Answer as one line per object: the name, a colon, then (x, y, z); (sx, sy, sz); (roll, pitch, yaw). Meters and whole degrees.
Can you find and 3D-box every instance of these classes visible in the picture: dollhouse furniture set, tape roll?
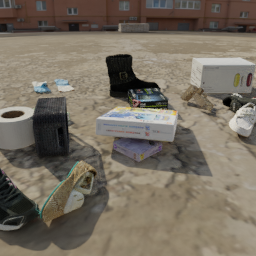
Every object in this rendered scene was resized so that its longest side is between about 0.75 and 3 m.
dollhouse furniture set: (3.558, -1.186, 13.812); (1.562, 0.894, 1.831); (4, 43, -48)
tape roll: (-4.100, -0.028, 10.174); (1.546, 1.061, 1.546); (0, 24, 0)

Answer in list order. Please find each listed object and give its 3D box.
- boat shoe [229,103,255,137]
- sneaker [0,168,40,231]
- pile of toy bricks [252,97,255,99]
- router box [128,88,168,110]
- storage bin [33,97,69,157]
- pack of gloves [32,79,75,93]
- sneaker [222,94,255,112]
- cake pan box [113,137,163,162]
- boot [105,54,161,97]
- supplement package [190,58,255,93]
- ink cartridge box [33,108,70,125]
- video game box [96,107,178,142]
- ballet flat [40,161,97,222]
boat shoe: (4.670, -0.447, 11.172); (0.859, 0.841, 2.425); (29, 32, 12)
sneaker: (-3.125, 1.523, 6.694); (2.420, 1.045, 0.972); (15, 29, 30)
pile of toy bricks: (6.533, -1.223, 13.442); (1.679, 0.931, 0.829); (-19, -11, -15)
router box: (0.913, -1.338, 13.628); (1.611, 0.668, 2.151); (-3, 24, -7)
storage bin: (-2.640, -0.103, 9.820); (1.031, 1.487, 2.200); (-4, 24, -10)
pack of gloves: (-4.612, -2.734, 17.001); (2.199, 0.516, 2.617); (-10, 26, -20)
sneaker: (5.273, -1.013, 12.856); (1.052, 0.772, 2.324); (-14, 24, -22)
cake pan box: (0.314, 0.604, 9.655); (1.316, 0.344, 1.212); (22, 30, 40)
boot: (0.300, -2.829, 15.026); (2.981, 2.228, 1.122); (-1, 22, -2)
supplement package: (5.465, -3.146, 16.491); (2.980, 1.652, 2.321); (-1, 24, -1)
ink cartridge box: (-3.513, -0.507, 12.085); (1.638, 0.393, 1.192); (13, 27, 27)
video game box: (0.484, -0.235, 10.560); (2.652, 0.681, 2.911); (7, 14, 10)
ballet flat: (-1.347, 1.560, 7.048); (0.731, 0.789, 2.238); (19, 31, 6)
